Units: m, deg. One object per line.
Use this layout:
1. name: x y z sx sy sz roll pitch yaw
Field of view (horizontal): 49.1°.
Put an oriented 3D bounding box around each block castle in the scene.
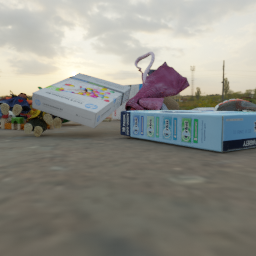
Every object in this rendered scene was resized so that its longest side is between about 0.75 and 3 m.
1. block castle: -3.426 -0.364 9.585 1.703 0.799 1.138 2 4 30

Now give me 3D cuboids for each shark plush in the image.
1. shark plush: -4.344 -0.485 10.178 1.936 0.879 0.806 -8 -9 15

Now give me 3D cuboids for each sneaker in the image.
1. sneaker: 4.445 -0.478 10.043 2.725 1.050 1.116 -1 11 -5

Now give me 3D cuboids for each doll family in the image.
1. doll family: -2.722 -0.450 7.431 2.420 0.950 1.399 19 24 -13

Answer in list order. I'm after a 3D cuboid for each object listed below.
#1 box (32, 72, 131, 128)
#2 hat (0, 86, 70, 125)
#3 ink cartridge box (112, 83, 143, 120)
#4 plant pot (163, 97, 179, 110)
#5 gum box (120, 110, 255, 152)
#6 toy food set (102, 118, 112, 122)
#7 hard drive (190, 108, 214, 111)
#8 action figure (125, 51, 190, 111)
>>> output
1. box: -1.170 -0.863 7.707 1.805 0.477 2.315 18 30 15
2. hat: -3.561 -0.222 11.625 2.656 2.338 2.200 37 -2 -6
3. ink cartridge box: 0.416 -1.419 15.685 2.706 1.982 1.162 4 6 45
4. plant pot: 1.588 -1.018 13.730 1.624 1.862 1.862 17 -2 -22
5. gum box: 1.671 -0.064 6.357 2.515 0.659 2.960 -3 5 -35
6. toy food set: -1.755 -0.546 15.285 2.014 0.317 1.280 1 4 15
7. hard drive: 4.073 -0.856 16.771 1.457 0.280 2.209 -23 -11 39
8. action figure: 0.707 -1.061 8.948 1.959 2.178 2.925 -19 22 51
